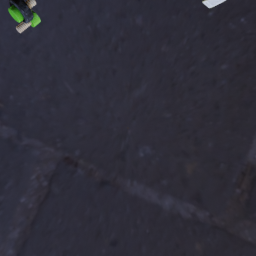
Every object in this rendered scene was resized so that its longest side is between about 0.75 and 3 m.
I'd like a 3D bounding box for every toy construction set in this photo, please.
[{"bbox_3d":[-1.858,-3.367,4.620,1.930,2.095,2.512,-46,109,-15],"label":"toy construction set"}]

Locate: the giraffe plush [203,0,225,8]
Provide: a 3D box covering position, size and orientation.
[{"bbox_3d":[2.184,-3.000,4.085,2.250,1.941,1.825,-2,81,32],"label":"giraffe plush"}]
